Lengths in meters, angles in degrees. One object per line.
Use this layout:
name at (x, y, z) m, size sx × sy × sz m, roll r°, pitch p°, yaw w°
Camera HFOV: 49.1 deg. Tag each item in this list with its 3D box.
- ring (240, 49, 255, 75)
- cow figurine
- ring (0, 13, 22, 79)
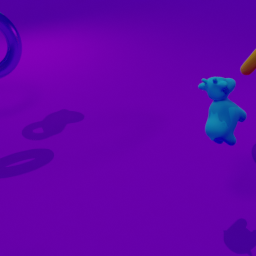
ring at (2.809, -1.627, 5.738) m, size 0.259 × 1.295 × 1.295 m, roll 41°, pitch 49°, yaw 10°
cow figurine at (1.372, -0.274, 4.211) m, size 0.514 × 0.921 × 0.936 m, roll 7°, pitch 69°, yaw 55°
ring at (-2.904, -1.662, 5.616) m, size 1.473 × 1.473 × 0.295 m, roll -16°, pitch 31°, yaw -20°
